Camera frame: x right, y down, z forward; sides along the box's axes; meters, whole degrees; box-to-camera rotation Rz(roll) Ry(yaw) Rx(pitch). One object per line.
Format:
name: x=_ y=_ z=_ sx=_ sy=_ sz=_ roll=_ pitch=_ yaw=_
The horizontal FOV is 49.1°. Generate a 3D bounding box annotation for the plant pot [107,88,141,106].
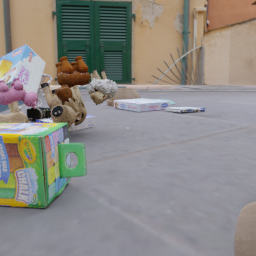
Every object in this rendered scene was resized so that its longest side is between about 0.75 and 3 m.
plant pot: x=-0.168 y=-1.742 z=15.602 sx=2.022 sy=0.933 sz=2.022 roll=-1 pitch=12 yaw=0

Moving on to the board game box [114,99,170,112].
board game box: x=0.658 y=-1.150 z=13.791 sx=1.967 sy=0.406 sz=1.972 roll=-8 pitch=13 yaw=-37

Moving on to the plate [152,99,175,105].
plate: x=1.849 y=-1.541 z=16.399 sx=1.842 sy=0.235 sz=1.842 roll=-1 pitch=11 yaw=0

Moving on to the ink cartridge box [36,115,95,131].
ink cartridge box: x=-1.871 y=-0.143 z=8.579 sx=0.784 sy=0.369 sz=1.668 roll=10 pitch=15 yaw=40

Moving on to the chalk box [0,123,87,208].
chalk box: x=-1.346 y=0.454 z=3.833 sx=1.529 sy=0.951 sz=0.946 roll=0 pitch=11 yaw=8

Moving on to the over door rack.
over door rack: x=-4.314 y=-1.510 z=10.812 sx=2.333 sy=0.777 sz=1.724 roll=10 pitch=-38 yaw=-28

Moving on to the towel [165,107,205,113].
towel: x=2.615 y=-0.843 z=12.839 sx=1.568 sy=0.187 sz=1.151 roll=-4 pitch=9 yaw=-30

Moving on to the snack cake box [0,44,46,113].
snack cake box: x=-4.133 y=-1.399 z=9.113 sx=2.763 sy=1.589 sz=0.928 roll=-15 pitch=-39 yaw=26

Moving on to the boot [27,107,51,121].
boot: x=-3.081 y=-0.561 z=10.404 sx=1.021 sy=0.488 sz=1.352 roll=-6 pitch=8 yaw=-38

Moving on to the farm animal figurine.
farm animal figurine: x=-1.826 y=-0.453 z=6.985 sx=2.815 sy=1.468 sz=2.784 roll=-22 pitch=-5 yaw=19

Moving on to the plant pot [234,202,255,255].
plant pot: x=1.312 y=0.807 z=1.690 sx=1.115 sy=1.279 sz=1.279 roll=-13 pitch=0 yaw=40
